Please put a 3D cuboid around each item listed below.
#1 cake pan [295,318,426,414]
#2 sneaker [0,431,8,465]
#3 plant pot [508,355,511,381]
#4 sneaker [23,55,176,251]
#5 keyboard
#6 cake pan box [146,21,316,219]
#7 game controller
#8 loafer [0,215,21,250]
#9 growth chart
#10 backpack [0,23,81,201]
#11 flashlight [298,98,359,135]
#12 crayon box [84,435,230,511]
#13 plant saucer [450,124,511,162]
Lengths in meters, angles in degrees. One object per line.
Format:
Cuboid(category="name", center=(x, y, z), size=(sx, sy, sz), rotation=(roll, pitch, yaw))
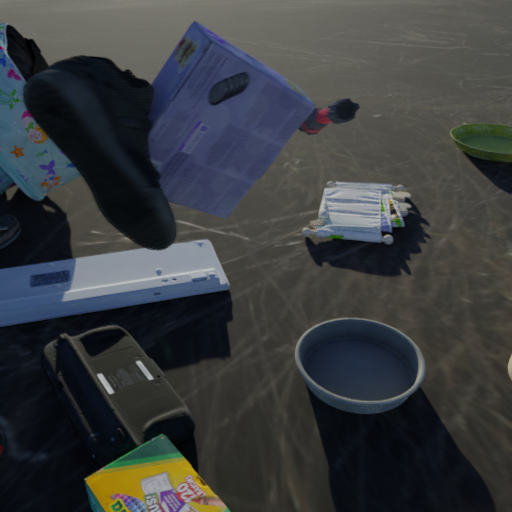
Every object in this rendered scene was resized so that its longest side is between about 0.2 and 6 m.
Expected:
Cuboid(category="cake pan", center=(1.229, 1.313, 6.728), size=(1.531, 0.281, 1.531), rotation=(0, 31, 0))
Cuboid(category="sneaker", center=(-3.488, 1.919, 5.199), size=(2.144, 0.850, 1.024), rotation=(-15, 32, -23))
Cuboid(category="plant pot", center=(3.704, 1.136, 6.454), size=(1.308, 0.878, 1.308), rotation=(0, 32, 0))
Cuboid(category="sneaker", center=(-1.310, -1.111, 5.817), size=(0.810, 2.119, 1.214), rotation=(-12, 32, 36))
Cuboid(category="keyboard", center=(-3.023, 0.472, 8.232), size=(5.096, 0.272, 1.434), rotation=(-8, 27, -14))
Cuboid(category="cake pan box", center=(-0.551, -1.433, 6.728), size=(1.916, 2.080, 0.544), rotation=(12, 36, -47))
Cuboid(category="game controller", center=(-1.622, 1.507, 6.385), size=(1.149, 0.464, 2.203), rotation=(-5, 29, -37))
Cuboid(category="loafer", center=(-4.648, -0.284, 9.048), size=(0.696, 0.609, 1.938), rotation=(15, 34, 23))
Cuboid(category="growth chart", center=(1.957, -0.874, 10.413), size=(1.773, 0.217, 2.450), rotation=(9, 32, 13))
Cuboid(category="backpack", center=(-4.657, -2.608, 10.763), size=(2.465, 2.907, 3.274), rotation=(-34, 43, -8))
Cuboid(category="flashlight", center=(1.219, -2.492, 10.036), size=(0.523, 0.521, 1.540), rotation=(24, -1, -18))
Cuboid(category="crayon box", center=(-0.797, 2.326, 4.916), size=(0.847, 0.415, 1.425), rotation=(-23, 38, -33))
Cuboid(category="plant saucer", center=(5.667, -2.661, 13.263), size=(2.098, 0.326, 2.098), rotation=(0, 31, 0))
